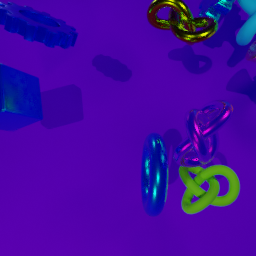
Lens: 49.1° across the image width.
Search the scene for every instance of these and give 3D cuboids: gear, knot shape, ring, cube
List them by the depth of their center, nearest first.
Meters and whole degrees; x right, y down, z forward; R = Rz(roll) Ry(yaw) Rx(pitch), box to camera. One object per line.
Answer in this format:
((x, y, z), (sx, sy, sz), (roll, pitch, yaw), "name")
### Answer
((1.234, 0.124, 4.722), (0.639, 1.294, 1.383), (25, 101, 21), "knot shape")
((-1.643, -1.883, 5.132), (1.421, 1.421, 0.263), (31, 116, 11), "gear")
((0.474, 0.867, 5.317), (0.313, 1.567, 1.567), (2, 68, -4), "ring")
((1.493, 1.110, 5.648), (1.216, 0.562, 1.138), (-27, 42, -7), "knot shape")
((1.057, -2.272, 5.907), (1.384, 1.479, 0.683), (21, 110, -19), "knot shape")
((3.127, -2.712, 6.296), (1.904, 0.940, 2.034), (-55, 33, 16), "knot shape")
((-2.730, -0.627, 6.318), (1.078, 1.078, 1.078), (-18, 74, 26), "cube")
((2.462, -3.605, 6.894), (0.364, 1.968, 1.968), (25, 69, -12), "gear")

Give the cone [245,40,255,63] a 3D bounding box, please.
((2.635, -1.163, 4.504), (0.988, 0.984, 0.984), (39, 72, -7), "cone")
